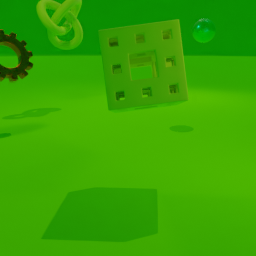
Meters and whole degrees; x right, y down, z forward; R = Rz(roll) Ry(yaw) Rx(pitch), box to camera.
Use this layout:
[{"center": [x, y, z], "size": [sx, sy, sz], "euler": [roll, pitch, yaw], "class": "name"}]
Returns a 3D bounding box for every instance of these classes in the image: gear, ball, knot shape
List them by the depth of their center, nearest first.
[{"center": [-3.258, -1.917, 7.511], "size": [1.374, 1.374, 0.254], "euler": [-16, 1, -43], "class": "gear"}, {"center": [2.332, -2.984, 8.599], "size": [0.706, 0.706, 0.706], "euler": [0, 16, 0], "class": "ball"}, {"center": [-2.397, -4.209, 10.717], "size": [0.955, 1.935, 2.068], "euler": [25, -15, 34], "class": "knot shape"}]

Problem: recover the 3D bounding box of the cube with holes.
[{"center": [0.225, -0.865, 4.347], "size": [1.103, 1.103, 1.103], "euler": [-7, 1, 2], "class": "cube with holes"}]
